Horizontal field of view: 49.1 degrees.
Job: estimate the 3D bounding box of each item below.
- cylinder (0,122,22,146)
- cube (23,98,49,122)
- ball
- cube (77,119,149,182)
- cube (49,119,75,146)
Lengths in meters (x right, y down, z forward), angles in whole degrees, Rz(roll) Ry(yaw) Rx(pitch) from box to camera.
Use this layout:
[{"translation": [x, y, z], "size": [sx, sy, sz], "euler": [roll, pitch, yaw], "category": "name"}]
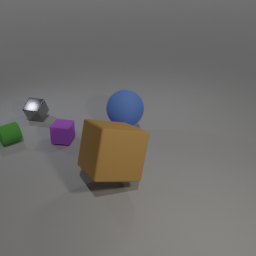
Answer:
[{"translation": [-4.327, 0.202, 10.209], "size": [0.700, 0.700, 0.700], "euler": [-23, 36, -31], "category": "cylinder"}, {"translation": [-3.858, -0.765, 11.775], "size": [0.700, 0.700, 0.700], "euler": [6, 55, 11], "category": "cube"}, {"translation": [-0.106, -0.729, 10.451], "size": [1.400, 1.400, 1.400], "euler": [0, 29, 0], "category": "ball"}, {"translation": [-0.447, 0.601, 7.797], "size": [1.400, 1.400, 1.400], "euler": [5, 9, -29], "category": "cube"}, {"translation": [-2.390, 0.140, 10.273], "size": [0.700, 0.700, 0.700], "euler": [6, 29, 6], "category": "cube"}]
